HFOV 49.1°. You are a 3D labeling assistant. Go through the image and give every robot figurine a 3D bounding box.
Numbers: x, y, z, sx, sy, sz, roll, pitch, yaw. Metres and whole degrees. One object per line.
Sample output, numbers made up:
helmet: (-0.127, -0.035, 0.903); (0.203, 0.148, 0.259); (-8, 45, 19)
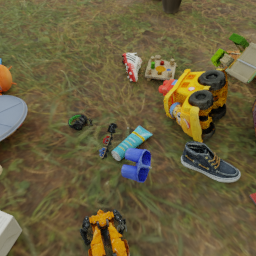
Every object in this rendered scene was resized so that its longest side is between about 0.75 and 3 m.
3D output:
robot figurine: (-0.549, 2.883, 7.097); (1.214, 0.488, 1.675); (-11, 49, -10)
robot figurine: (-5.437, -1.848, 10.988); (1.914, 1.116, 1.377); (-15, 47, -13)

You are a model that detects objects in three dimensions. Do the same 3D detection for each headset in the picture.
headset: (-1.678, -0.247, 9.931); (1.045, 0.491, 0.645); (15, 50, 28)

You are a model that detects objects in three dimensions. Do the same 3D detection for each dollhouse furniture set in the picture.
dollhouse furniture set: (3.908, -2.146, 9.317); (1.243, 0.952, 1.897); (-51, 41, 13)

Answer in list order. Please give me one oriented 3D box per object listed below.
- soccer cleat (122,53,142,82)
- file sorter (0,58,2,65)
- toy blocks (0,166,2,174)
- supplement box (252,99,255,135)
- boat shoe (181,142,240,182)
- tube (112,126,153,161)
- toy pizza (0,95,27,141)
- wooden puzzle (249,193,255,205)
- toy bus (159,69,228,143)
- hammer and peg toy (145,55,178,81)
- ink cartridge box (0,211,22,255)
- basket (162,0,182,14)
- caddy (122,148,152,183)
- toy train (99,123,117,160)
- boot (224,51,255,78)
soccer cleat: (0.265, -2.681, 12.054); (0.812, 0.655, 1.907); (-12, 44, -6)
file sorter: (-6.112, -2.767, 11.920); (1.060, 0.937, 1.528); (-11, 49, -9)
toy blocks: (-4.641, 1.156, 8.631); (1.220, 0.531, 1.463); (-35, 44, -16)
supplement box: (4.923, -0.285, 9.115); (1.185, 1.527, 2.768); (7, 45, 12)
boat shoe: (2.548, 1.031, 8.533); (1.847, 0.839, 0.654); (17, 50, 15)
tube: (0.118, 0.491, 9.368); (0.601, 0.391, 1.552); (38, 55, 18)
toy pizza: (-4.878, -0.145, 9.703); (2.904, 0.460, 2.904); (-7, 41, 6)
wooden puzzle: (5.013, 1.890, 8.188); (2.772, 0.195, 1.644); (-29, 54, -24)
toy bus: (2.105, -0.971, 9.948); (2.414, 1.706, 2.515); (15, 51, 31)
hammer and peg toy: (1.477, -2.654, 12.033); (1.257, 0.603, 1.709); (10, 49, 9)
ink cartridge box: (-4.293, 2.623, 7.052); (2.633, 0.886, 1.530); (15, 49, 14)
basket: (2.481, -7.380, 15.611); (1.490, 1.652, 1.123); (18, 51, 17)
caddy: (0.315, 1.000, 7.506); (0.644, 1.227, 0.868); (11, 82, 18)
toy train: (-0.661, 0.418, 9.034); (0.283, 0.210, 1.234); (20, 86, -26)
boot: (5.062, -2.480, 11.568); (2.068, 1.022, 2.664); (10, 46, 7)
